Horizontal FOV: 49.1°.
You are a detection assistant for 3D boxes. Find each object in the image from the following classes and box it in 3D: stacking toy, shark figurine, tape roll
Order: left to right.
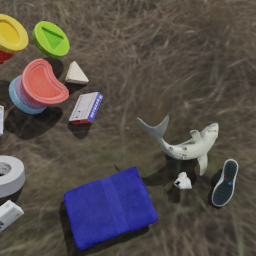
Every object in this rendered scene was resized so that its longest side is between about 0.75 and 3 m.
[{"bbox_3d":[-3.509,1.291,7.586,1.328,0.439,1.328,5,28,-3],"label":"tape roll"},{"bbox_3d":[-2.932,-1.951,8.866,2.652,1.237,2.930,-31,94,-52],"label":"stacking toy"},{"bbox_3d":[1.349,0.471,7.715,2.517,1.051,1.504,6,93,-33],"label":"shark figurine"}]

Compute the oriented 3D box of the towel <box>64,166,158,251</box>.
[{"bbox_3d":[-0.482,2.101,7.428,2.182,0.541,1.611,-18,59,-9],"label":"towel"}]

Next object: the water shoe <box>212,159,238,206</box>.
[{"bbox_3d":[2.745,1.541,7.841,0.483,0.533,1.351,22,90,17],"label":"water shoe"}]

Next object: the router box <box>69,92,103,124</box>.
[{"bbox_3d":[-1.308,-0.605,8.676,0.873,0.238,0.973,-2,59,42],"label":"router box"}]

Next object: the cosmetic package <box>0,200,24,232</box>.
[{"bbox_3d":[-3.299,2.375,7.257,0.987,0.745,0.255,-38,67,-17],"label":"cosmetic package"}]

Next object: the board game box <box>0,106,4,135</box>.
[{"bbox_3d":[-4.090,-0.078,8.309,0.947,0.195,0.949,-25,60,22],"label":"board game box"}]

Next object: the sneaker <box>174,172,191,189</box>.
[{"bbox_3d":[1.457,1.457,7.736,0.404,0.814,0.317,-13,97,0],"label":"sneaker"}]
